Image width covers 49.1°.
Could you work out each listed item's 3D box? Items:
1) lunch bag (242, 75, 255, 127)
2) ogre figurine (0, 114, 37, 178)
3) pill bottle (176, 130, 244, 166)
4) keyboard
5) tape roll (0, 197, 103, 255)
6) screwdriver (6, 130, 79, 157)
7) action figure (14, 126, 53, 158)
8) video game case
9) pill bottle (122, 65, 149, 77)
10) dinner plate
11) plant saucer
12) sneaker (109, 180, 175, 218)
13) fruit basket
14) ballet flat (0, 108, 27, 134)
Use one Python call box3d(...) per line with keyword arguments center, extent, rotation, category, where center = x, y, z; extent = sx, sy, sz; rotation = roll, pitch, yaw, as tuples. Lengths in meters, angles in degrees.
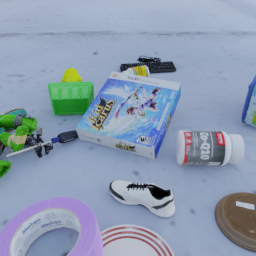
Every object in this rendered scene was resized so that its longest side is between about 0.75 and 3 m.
box3d(center=(5.082, -1.276, 10.104), extent=(1.025, 1.998, 2.485), rotation=(27, 44, 32), category="lunch bag")
box3d(center=(-4.082, 0.533, 8.186), extent=(1.672, 1.368, 2.788), rotation=(19, 72, 9), category="ogre figurine")
box3d(center=(2.384, 0.592, 8.284), extent=(1.793, 1.021, 1.021), rotation=(1, 35, 2), category="pill bottle")
box3d(center=(0.970, -3.296, 14.276), extent=(2.808, 0.556, 1.462), rotation=(-4, 35, -7), category="keyboard")
box3d(center=(-1.589, 2.424, 5.739), extent=(2.081, 0.683, 2.081), rotation=(-6, 33, 4), category="tape roll")
box3d(center=(-2.498, 0.463, 8.589), extent=(0.367, 0.352, 2.521), rotation=(-22, -2, 38), category="screwdriver")
box3d(center=(-3.088, 0.298, 8.889), extent=(1.598, 0.816, 0.950), rotation=(26, 24, 31), category="action figure")
box3d(center=(0.114, -0.600, 9.616), extent=(2.714, 0.681, 2.995), rotation=(13, 53, 19), category="video game case")
box3d(center=(0.331, -2.479, 12.980), extent=(1.192, 0.672, 0.672), rotation=(-16, 38, -21), category="pill bottle")
box3d(center=(-0.008, 2.892, 5.697), extent=(2.048, 0.248, 2.048), rotation=(-1, 36, 0), category="dinner plate")
box3d(center=(2.980, 2.163, 6.742), extent=(1.705, 0.251, 1.705), rotation=(-1, 35, 1), category="plant saucer")
box3d(center=(0.350, 1.613, 7.125), extent=(1.800, 0.720, 0.664), rotation=(13, 38, 20), category="sneaker")
box3d(center=(-2.189, -1.435, 10.892), extent=(1.846, 1.331, 1.846), rotation=(1, 44, -1), category="fruit basket")
box3d(center=(-4.389, -0.109, 9.603), extent=(0.682, 0.736, 2.089), rotation=(7, 33, 24), category="ballet flat")
